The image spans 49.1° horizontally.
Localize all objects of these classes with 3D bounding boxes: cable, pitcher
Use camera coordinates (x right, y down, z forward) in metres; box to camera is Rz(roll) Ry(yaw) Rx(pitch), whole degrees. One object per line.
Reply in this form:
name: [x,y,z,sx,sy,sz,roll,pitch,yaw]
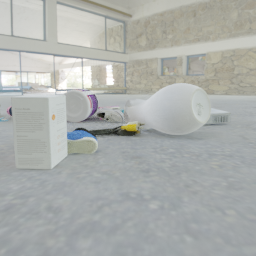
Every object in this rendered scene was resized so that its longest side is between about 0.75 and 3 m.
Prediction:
cable: [-0.381,-0.011,9.613,1.955,0.492,0.949,1,8,5]
pitcher: [1.625,-0.529,10.038,2.426,1.714,2.828,12,-13,-40]

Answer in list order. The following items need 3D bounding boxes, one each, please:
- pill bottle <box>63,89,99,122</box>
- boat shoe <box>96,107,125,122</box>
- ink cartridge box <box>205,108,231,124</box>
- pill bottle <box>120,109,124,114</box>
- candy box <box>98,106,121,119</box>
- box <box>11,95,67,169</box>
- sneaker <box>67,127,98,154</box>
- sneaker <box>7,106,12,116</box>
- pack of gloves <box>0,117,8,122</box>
pill bottle: [-2.299,-1.180,13.895,1.496,1.496,2.685,1,9,7]
boat shoe: [-0.832,-0.558,12.980,0.573,0.628,1.745,-37,39,-28]
ink cartridge box: [3.023,-0.552,12.919,2.436,0.537,2.481,-4,9,-6]
pill bottle: [-0.023,-0.618,13.437,0.958,0.531,0.531,6,11,39]
candy box: [-0.966,-0.829,14.695,1.142,0.511,1.675,-6,9,-6]
box: [-1.874,0.029,6.100,0.784,1.475,1.123,1,9,5]
sneaker: [-1.513,0.307,7.229,1.468,0.563,0.817,3,14,-6]
sneaker: [-5.231,-1.071,15.006,1.113,0.952,2.713,7,10,22]
pack of gloves: [-6.228,-0.419,13.294,0.980,0.193,0.824,-6,11,-34]
